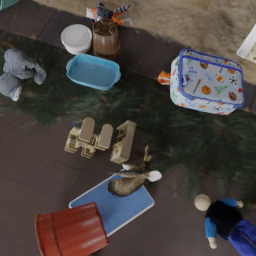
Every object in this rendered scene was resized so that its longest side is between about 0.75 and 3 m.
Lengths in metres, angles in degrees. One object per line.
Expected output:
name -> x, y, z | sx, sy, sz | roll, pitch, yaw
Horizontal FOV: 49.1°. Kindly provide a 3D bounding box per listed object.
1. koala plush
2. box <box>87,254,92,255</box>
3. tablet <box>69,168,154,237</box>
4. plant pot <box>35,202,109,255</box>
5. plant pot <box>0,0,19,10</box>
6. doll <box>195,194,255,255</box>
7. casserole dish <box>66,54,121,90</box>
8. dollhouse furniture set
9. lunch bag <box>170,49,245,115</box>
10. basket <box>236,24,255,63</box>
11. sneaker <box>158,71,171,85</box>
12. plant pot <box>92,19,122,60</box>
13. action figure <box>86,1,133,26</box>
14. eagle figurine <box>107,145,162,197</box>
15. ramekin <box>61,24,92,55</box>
koala plush -> -4.329, -1.967, 10.700 | 1.541, 1.597, 1.738 | 29, 80, 13
box -> -1.387, 4.239, 8.430 | 0.710, 0.217, 0.896 | 19, 67, 8
tablet -> -0.535, 2.505, 9.256 | 2.448, 0.167, 1.593 | -31, 69, -13
plant pot -> -1.551, 3.044, 8.153 | 1.698, 1.746, 1.746 | -19, 67, -10
plant pot -> -5.579, -6.453, 12.470 | 2.015, 2.015, 1.617 | 37, 52, 16
doll -> 3.156, 3.079, 8.741 | 2.593, 0.628, 1.769 | 42, 71, 17
casserole dish -> -1.378, -2.206, 11.286 | 2.227, 0.432, 1.349 | 16, 66, 6
dollhouse furniture set -> -0.894, 0.232, 9.496 | 1.999, 1.752, 1.328 | 21, 66, -20
lunch bag -> 2.902, -1.771, 10.429 | 2.802, 1.059, 2.245 | 12, 69, -13
basket -> 6.175, -3.971, 11.279 | 1.830, 2.011, 2.967 | 37, 70, 11
sneaker -> 1.953, -1.908, 11.088 | 1.494, 0.545, 0.576 | 22, 69, 9
plant pot -> -0.899, -3.679, 11.512 | 1.275, 1.262, 1.275 | 0, 66, -1
action figure -> -0.895, -5.147, 12.349 | 1.933, 1.045, 1.998 | -5, 65, -12
eagle figurine -> 0.147, 1.510, 9.125 | 1.629, 1.229, 1.236 | -37, 107, -38
ramekin -> -2.132, -3.698, 11.875 | 1.299, 0.605, 1.299 | 0, 65, 0
